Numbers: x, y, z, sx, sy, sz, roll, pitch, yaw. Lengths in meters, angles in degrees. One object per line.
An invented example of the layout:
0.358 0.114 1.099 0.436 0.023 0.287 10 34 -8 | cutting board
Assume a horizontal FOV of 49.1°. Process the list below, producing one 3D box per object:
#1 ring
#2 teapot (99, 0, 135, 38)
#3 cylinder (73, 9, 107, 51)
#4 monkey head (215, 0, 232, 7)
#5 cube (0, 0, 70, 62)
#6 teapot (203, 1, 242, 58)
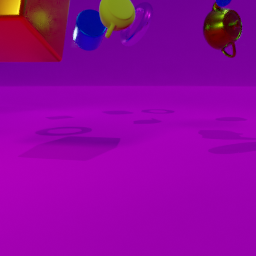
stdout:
0.302 -3.968 10.735 0.359 1.793 1.793 24 -4 -31 | ring
-0.327 -3.157 7.694 1.002 1.612 0.789 22 -21 -18 | teapot
-1.431 -3.624 10.443 1.107 1.107 1.107 -3 -10 -16 | cylinder
1.423 -3.136 5.043 1.398 1.943 1.171 -35 12 31 | monkey head
-1.828 -1.919 4.389 1.336 1.336 1.336 2 -11 10 | cube
2.868 -3.048 8.331 1.223 1.967 0.963 -25 16 -29 | teapot
